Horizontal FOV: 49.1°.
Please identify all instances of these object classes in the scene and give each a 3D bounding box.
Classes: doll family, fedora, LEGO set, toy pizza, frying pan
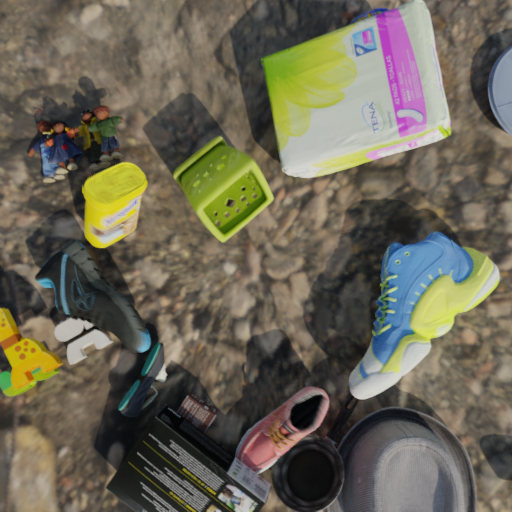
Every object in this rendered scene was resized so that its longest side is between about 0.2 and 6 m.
[{"bbox_3d":[-3.571,-2.282,11.030,2.166,0.850,1.252,-15,87,1],"label":"doll family"},{"bbox_3d":[2.655,4.286,9.740,2.756,1.407,3.116,5,81,1],"label":"fedora"},{"bbox_3d":[-4.580,1.809,10.173,3.433,1.309,1.409,-29,83,-5],"label":"LEGO set"},{"bbox_3d":[5.861,-3.276,11.388,2.392,0.379,2.392,0,83,-1],"label":"toy pizza"},{"bbox_3d":[1.059,3.545,10.298,1.350,0.363,2.232,5,62,26],"label":"frying pan"}]

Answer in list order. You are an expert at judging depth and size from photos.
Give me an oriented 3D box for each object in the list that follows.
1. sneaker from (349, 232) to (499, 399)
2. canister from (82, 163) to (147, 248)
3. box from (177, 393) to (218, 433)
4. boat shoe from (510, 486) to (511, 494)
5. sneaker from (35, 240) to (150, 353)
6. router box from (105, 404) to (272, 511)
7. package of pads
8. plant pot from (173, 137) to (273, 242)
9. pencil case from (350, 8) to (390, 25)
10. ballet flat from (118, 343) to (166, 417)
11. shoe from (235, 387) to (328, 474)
[{"bbox_3d":[2.682,0.947,10.431,3.579,1.355,1.880,-40,71,-12],"label":"sneaker"},{"bbox_3d":[-2.634,-0.896,10.331,1.104,1.486,0.643,-36,75,-32],"label":"canister"},{"bbox_3d":[-1.120,2.948,10.377,0.638,0.529,0.524,33,84,4],"label":"box"},{"bbox_3d":[5.335,4.118,10.226,1.500,0.498,0.555,-6,81,-15],"label":"boat shoe"},{"bbox_3d":[-2.983,0.929,10.328,1.092,0.976,2.666,-40,66,-15],"label":"sneaker"},{"bbox_3d":[-1.213,4.077,9.906,2.395,0.611,1.786,37,104,5],"label":"router box"},{"bbox_3d":[1.812,-2.908,10.401,3.151,1.074,2.434,-12,85,26],"label":"package of pads"},{"bbox_3d":[-0.675,-1.316,10.482,1.368,1.361,1.241,-39,59,-3],"label":"plant pot"},{"bbox_3d":[2.714,-3.657,11.054,0.986,1.097,2.527,-17,79,-26],"label":"pencil case"},{"bbox_3d":[-2.014,2.360,10.519,0.538,0.538,1.471,29,76,4],"label":"ballet flat"},{"bbox_3d":[0.446,3.120,10.047,2.085,0.948,0.745,-40,79,-11],"label":"shoe"}]
